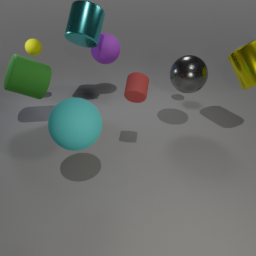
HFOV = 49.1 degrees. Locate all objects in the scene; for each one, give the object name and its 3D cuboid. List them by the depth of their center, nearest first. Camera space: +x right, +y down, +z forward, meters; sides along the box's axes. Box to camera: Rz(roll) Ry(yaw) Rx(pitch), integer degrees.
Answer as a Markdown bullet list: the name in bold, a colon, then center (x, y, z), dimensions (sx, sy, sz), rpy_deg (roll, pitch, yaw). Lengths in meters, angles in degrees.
- **ball**: center (-1.386, -0.100, 7.389), dimensions (1.400, 1.400, 1.400), rpy_deg (0, 31, 0)
- **cylinder**: center (0.274, -1.254, 8.732), dimensions (0.700, 0.700, 0.700), rpy_deg (6, 63, 9)
- **cylinder**: center (4.512, -2.268, 10.007), dimensions (1.400, 1.400, 1.400), rpy_deg (-24, -2, -1)
- **ball**: center (2.261, -1.995, 10.434), dimensions (1.400, 1.400, 1.400), rpy_deg (0, 31, 0)
- **cylinder**: center (-3.904, -1.968, 10.898), dimensions (1.400, 1.400, 1.400), rpy_deg (15, 20, -33)
- **cylinder**: center (-1.777, -4.244, 11.549), dimensions (1.400, 1.400, 1.400), rpy_deg (12, -5, 1)
- **ball**: center (-4.061, -3.474, 12.055), dimensions (0.700, 0.700, 0.700), rpy_deg (0, 31, 0)
- **ball**: center (-1.060, -3.712, 13.147), dimensions (1.400, 1.400, 1.400), rpy_deg (0, 31, 0)
